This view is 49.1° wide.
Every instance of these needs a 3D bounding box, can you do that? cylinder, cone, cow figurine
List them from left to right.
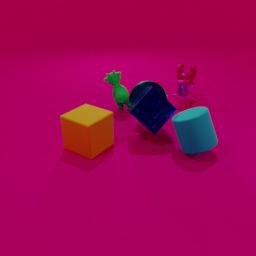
[{"bbox_3d":[-0.296,-1.157,8.496,0.570,1.021,1.038,-23,46,6],"label":"cow figurine"},{"bbox_3d":[0.603,-0.818,8.091,1.050,1.050,1.054,3,9,6],"label":"cone"},{"bbox_3d":[1.917,-1.410,9.538,0.838,1.502,1.527,8,-11,7],"label":"cow figurine"},{"bbox_3d":[1.553,0.052,6.522,0.850,0.850,0.850,-20,14,5],"label":"cylinder"}]

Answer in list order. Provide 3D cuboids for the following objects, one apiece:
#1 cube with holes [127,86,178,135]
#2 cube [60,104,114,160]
[{"bbox_3d":[0.576,-0.461,7.080,0.828,0.828,0.828,41,2,-9],"label":"cube with holes"},{"bbox_3d":[-0.958,0.059,6.741,0.895,0.895,0.895,18,33,30],"label":"cube"}]
